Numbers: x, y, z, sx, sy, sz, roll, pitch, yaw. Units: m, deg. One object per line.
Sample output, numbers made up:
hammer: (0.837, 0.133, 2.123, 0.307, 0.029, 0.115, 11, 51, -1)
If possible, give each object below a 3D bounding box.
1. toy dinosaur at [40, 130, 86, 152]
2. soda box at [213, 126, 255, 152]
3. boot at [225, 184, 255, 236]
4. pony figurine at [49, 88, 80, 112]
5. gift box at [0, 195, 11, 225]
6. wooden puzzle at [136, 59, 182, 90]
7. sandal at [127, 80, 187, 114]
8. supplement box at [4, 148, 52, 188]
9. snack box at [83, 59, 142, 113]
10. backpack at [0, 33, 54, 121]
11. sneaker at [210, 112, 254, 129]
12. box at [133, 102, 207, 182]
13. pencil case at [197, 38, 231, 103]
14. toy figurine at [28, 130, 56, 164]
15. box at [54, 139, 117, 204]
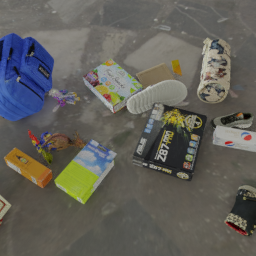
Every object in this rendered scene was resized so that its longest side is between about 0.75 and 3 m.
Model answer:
toy dinosaur: (-2.249, 0.411, 9.727, 1.054, 1.556, 0.668, -17, 75, 35)
soda box: (3.933, 0.387, 10.134, 1.577, 0.502, 0.537, 11, 55, 7)
boot: (4.000, 2.703, 8.368, 1.911, 0.690, 1.443, 27, 61, 25)
pony figurine: (-2.606, -1.170, 11.150, 1.127, 0.938, 1.088, 4, 22, 7)
gift box: (-4.792, 2.392, 7.955, 1.776, 1.797, 1.924, 37, 82, 22)
wooden puzzle: (1.235, -2.090, 11.970, 2.355, 0.275, 1.589, -17, 53, 2)
sandal: (1.118, -1.312, 11.233, 2.554, 1.039, 0.628, -15, 18, -11)
supplement box: (-3.319, 1.322, 9.354, 1.590, 0.547, 0.529, 30, 54, 12)
snack box: (-0.636, -1.782, 11.573, 1.522, 0.567, 2.140, -36, 61, -17)
backpack: (-4.076, -1.848, 10.378, 2.335, 2.261, 2.783, -16, 57, 24)
sneaker: (3.912, -0.317, 10.555, 1.652, 0.655, 0.611, -9, 56, -5)
box: (1.552, 0.403, 10.036, 2.094, 0.638, 2.597, 16, 56, 14)
pencil case: (3.583, -2.416, 11.711, 1.337, 1.163, 2.989, 23, 55, -9)
toy figurine: (-2.828, 0.484, 9.955, 0.857, 0.754, 1.430, -30, 60, -26)
box: (-1.365, 1.411, 9.415, 1.183, 0.462, 1.939, 28, 59, 19)
